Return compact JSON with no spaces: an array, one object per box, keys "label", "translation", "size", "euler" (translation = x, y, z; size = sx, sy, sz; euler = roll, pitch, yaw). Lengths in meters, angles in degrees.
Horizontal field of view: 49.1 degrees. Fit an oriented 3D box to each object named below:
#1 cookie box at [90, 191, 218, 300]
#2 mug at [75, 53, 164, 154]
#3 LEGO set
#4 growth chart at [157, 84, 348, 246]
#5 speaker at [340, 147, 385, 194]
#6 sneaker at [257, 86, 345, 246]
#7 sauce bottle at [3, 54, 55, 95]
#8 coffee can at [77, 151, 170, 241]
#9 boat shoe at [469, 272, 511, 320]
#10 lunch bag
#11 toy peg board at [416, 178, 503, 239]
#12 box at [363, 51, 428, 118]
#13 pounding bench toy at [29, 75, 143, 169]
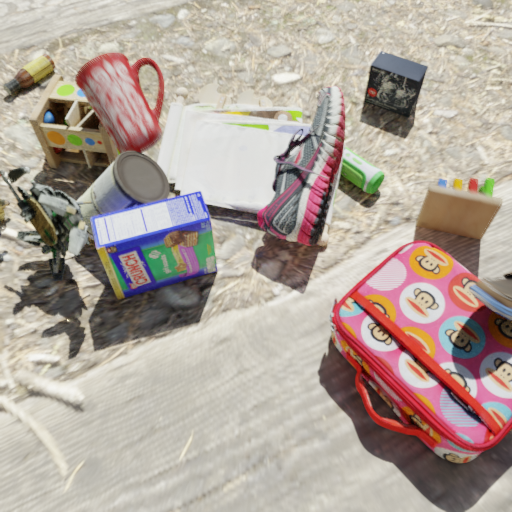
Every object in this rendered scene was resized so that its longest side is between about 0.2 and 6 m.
[{"label":"cookie box","translation":[-1.711,-0.154,9.727],"size":[1.892,1.619,0.711],"euler":[-15,56,-9]},{"label":"mug","translation":[-2.345,-2.804,10.187],"size":[1.067,1.420,1.599],"euler":[-17,76,-60]},{"label":"LEGO set","translation":[-3.809,-0.837,9.915],"size":[3.368,2.187,0.954],"euler":[38,51,24]},{"label":"growth chart","translation":[-0.135,-2.032,11.341],"size":[4.032,0.358,2.918],"euler":[15,73,11]},{"label":"speaker","translation":[1.986,-1.815,11.474],"size":[0.566,0.566,1.279],"euler":[-39,65,-23]},{"label":"sneaker","translation":[0.927,-1.784,10.322],"size":[1.160,1.253,3.107],"euler":[14,74,14]},{"label":"sauce bottle","translation":[-5.379,-4.280,13.242],"size":[0.436,0.436,1.322],"euler":[33,60,20]},{"label":"coffee can","translation":[-2.452,-1.031,10.168],"size":[1.105,1.510,1.105],"euler":[27,46,-33]},{"label":"boat shoe","translation":[3.914,0.476,8.184],"size":[2.036,0.737,0.736],"euler":[8,29,-38]},{"label":"lunch bag","translation":[2.736,1.539,8.862],"size":[2.774,1.290,3.149],"euler":[-38,64,-17]},{"label":"toy peg board","translation":[3.771,-0.997,10.457],"size":[1.260,1.265,0.619],"euler":[13,63,10]},{"label":"box","translation":[3.108,-3.845,12.573],"size":[1.146,1.044,0.597],"euler":[25,59,17]},{"label":"pounding bench toy","translation":[-3.502,-3.048,11.824],"size":[1.749,1.393,2.242],"euler":[8,56,6]}]
